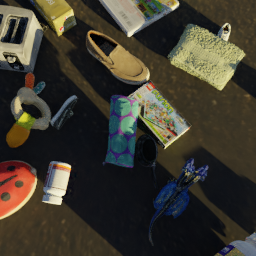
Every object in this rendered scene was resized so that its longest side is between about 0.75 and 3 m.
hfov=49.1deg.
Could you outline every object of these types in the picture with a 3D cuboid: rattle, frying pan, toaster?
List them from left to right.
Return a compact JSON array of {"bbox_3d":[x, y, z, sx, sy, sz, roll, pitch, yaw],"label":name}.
[{"bbox_3d":[-4.308,-3.298,10.263,2.014,1.322,2.227,9,74,2],"label":"toaster"},{"bbox_3d":[-3.640,-0.647,10.026,1.444,1.584,2.218,-2,53,-32],"label":"rattle"},{"bbox_3d":[0.791,0.971,9.049,0.289,1.074,1.776,-2,42,-38],"label":"frying pan"}]

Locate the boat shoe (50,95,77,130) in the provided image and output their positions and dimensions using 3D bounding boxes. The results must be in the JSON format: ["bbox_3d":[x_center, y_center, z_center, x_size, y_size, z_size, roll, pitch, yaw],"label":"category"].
[{"bbox_3d":[-2.175,-0.542,9.945,0.425,0.472,1.336,36,85,10],"label":"boat shoe"}]

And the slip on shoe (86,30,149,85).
[{"bbox_3d":[-0.417,-2.635,10.317,2.781,0.842,1.057,41,78,11],"label":"slip on shoe"}]

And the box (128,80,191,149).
[{"bbox_3d":[1.031,-0.498,9.946,1.222,0.385,2.220,-38,77,-10],"label":"box"}]

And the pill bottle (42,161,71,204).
[{"bbox_3d":[-1.703,1.304,6.651,0.513,0.513,0.936,9,71,2],"label":"pill bottle"}]

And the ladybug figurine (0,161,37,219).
[{"bbox_3d":[-4.144,1.960,8.966,2.532,0.911,1.718,-33,77,-9],"label":"ladybug figurine"}]

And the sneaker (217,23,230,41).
[{"bbox_3d":[3.617,-3.454,10.747,0.453,0.478,1.184,15,76,3],"label":"sneaker"}]

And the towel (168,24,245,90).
[{"bbox_3d":[2.891,-2.694,10.394,2.415,0.441,1.792,31,87,8],"label":"towel"}]

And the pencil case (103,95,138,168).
[{"bbox_3d":[-0.213,0.117,9.241,0.987,1.072,2.319,7,84,-18],"label":"pencil case"}]

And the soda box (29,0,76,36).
[{"bbox_3d":[-3.231,-5.020,10.943,0.896,0.948,2.799,-38,77,-10],"label":"soda box"}]

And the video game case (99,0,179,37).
[{"bbox_3d":[0.260,-5.321,11.376,2.489,0.313,2.735,-34,76,-9],"label":"video game case"}]

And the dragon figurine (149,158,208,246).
[{"bbox_3d":[1.345,2.192,8.625,0.856,1.446,2.909,37,78,10],"label":"dragon figurine"}]

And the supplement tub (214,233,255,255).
[{"bbox_3d":[2.999,4.464,7.658,2.839,2.064,2.064,-32,77,-9],"label":"supplement tub"}]
